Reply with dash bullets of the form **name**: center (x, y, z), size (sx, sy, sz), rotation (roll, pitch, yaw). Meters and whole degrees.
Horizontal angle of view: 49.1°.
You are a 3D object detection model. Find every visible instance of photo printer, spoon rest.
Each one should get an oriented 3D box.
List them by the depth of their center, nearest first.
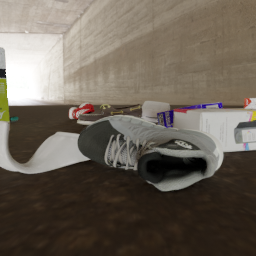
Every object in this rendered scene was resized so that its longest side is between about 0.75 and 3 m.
- **spoon rest**: center (-1.323, 0.390, 4.775), size (1.201, 0.733, 2.418), rotation (5, -6, 28)
- **photo printer**: center (1.314, -0.799, 13.866), size (1.415, 0.590, 1.700), rotation (8, 24, 11)

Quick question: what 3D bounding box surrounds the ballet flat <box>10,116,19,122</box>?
- **ballet flat**: center (-5.656, -0.374, 13.296), size (0.331, 0.331, 0.891), rotation (5, 6, 42)

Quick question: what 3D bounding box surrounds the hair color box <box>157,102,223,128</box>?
- **hair color box**: center (2.159, -0.422, 9.936), size (1.147, 0.680, 2.099), rotation (-8, -2, -38)

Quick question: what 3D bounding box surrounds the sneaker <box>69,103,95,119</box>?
- **sneaker**: center (-2.253, -0.856, 15.965), size (1.297, 0.880, 2.246), rotation (11, 22, 21)

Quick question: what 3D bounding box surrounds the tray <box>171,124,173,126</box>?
- **tray**: center (2.079, -0.023, 9.243), size (1.195, 0.132, 0.641), rotation (-3, -19, 38)

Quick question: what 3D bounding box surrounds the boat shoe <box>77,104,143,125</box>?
- **boat shoe**: center (-0.740, -0.592, 12.156), size (2.982, 0.888, 1.071), rotation (-2, 7, -21)

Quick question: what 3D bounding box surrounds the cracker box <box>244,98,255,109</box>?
- **cracker box**: center (5.136, -0.517, 10.201), size (1.724, 1.155, 0.497), rotation (2, 7, 21)

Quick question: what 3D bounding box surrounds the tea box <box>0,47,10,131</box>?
- **tea box**: center (-5.481, -1.190, 9.011), size (2.777, 2.732, 1.855), rotation (4, 7, 33)

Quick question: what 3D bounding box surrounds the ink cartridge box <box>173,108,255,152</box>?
- **ink cartridge box**: center (2.311, -0.006, 6.592), size (2.125, 0.910, 1.568), rotation (-3, 6, -13)

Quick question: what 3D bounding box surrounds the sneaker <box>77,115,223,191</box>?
- **sneaker**: center (0.121, 0.315, 3.938), size (2.321, 0.871, 1.340), rotation (3, 9, 18)
